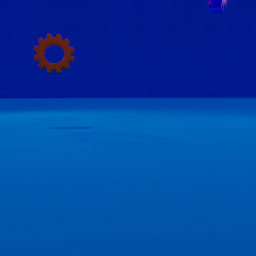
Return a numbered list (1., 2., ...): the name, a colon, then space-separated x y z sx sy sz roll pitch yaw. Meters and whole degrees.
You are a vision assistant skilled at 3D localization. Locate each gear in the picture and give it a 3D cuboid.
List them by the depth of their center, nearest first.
1. gear: 1.613 -2.610 4.801 0.213 1.150 1.150 13 11 22
2. gear: -2.031 -2.037 7.729 1.072 1.072 0.198 -1 -1 -8
